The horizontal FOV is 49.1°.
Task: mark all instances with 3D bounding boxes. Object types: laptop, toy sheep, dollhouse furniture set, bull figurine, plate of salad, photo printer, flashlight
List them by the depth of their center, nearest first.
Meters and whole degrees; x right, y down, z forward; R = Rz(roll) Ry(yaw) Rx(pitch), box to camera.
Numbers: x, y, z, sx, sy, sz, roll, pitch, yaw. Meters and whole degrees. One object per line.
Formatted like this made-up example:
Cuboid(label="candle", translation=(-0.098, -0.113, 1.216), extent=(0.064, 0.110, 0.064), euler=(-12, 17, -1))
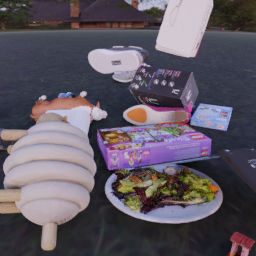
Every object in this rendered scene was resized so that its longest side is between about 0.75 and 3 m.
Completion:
Cuboid(label="dollhouse furniture set", translation=(1.804, 2.260, 4.796), extent=(0.358, 0.474, 0.881), euler=(20, 31, 38))
Cuboid(label="toy sheep", translation=(-1.657, 0.965, 5.896), extent=(2.067, 2.067, 2.998), euler=(-2, 62, -5))
Cuboid(label="laptop", translation=(2.181, 1.308, 6.126), extent=(2.703, 1.673, 2.887), euler=(4, 40, -54))
Cuboid(label="plate of salad", translation=(0.814, 1.268, 6.529), extent=(2.695, 0.647, 2.695), euler=(1, 19, 0))
Cuboid(label="flashlight", translation=(-4.974, 0.194, 8.906), extent=(2.603, 0.884, 0.881), euler=(8, 48, 16))
Cuboid(label="photo printer", translation=(-2.157, 0.030, 9.430), extent=(1.666, 0.695, 2.002), euler=(-1, 25, -4))
Cuboid(label="bull figurine", translation=(-2.292, -0.784, 10.973), extent=(2.885, 0.940, 1.751), euler=(-2, 23, -8))

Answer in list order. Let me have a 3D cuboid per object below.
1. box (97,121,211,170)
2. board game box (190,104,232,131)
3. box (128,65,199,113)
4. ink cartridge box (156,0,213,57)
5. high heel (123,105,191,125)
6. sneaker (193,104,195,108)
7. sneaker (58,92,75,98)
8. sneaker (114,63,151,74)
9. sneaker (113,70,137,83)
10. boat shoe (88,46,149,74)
Cuboid(label="box", translation=(0.669, 0.423, 8.439), extent=(2.956, 0.578, 2.023), euler=(-6, 18, -13))
Cuboid(label="board game box", translation=(3.300, -0.473, 10.993), extent=(1.330, 0.322, 1.758), euler=(11, 26, 22))
Cuboid(label="box", translation=(1.454, -1.529, 11.467), extent=(2.398, 1.466, 1.272), euler=(15, 71, 32))
Cuboid(label="ink cartridge box", translation=(1.783, -3.135, 8.487), extent=(1.040, 1.812, 2.495), euler=(20, 19, 11))
Cuboid(label="high heel", translation=(1.124, -0.484, 10.710), extent=(2.485, 0.837, 1.192), euler=(-4, 0, 16))
Cuboid(label="sneaker", translation=(2.349, -1.116, 12.174), extent=(0.449, 0.525, 1.266), euler=(-19, 30, -33))
Cuboid(label="sneaker", translation=(-2.867, -1.468, 13.152), extent=(0.417, 0.367, 0.935), euler=(13, 27, 32))
Cuboid(label="sneaker", translation=(0.576, -3.980, 17.022), extent=(2.874, 1.639, 1.042), euler=(5, 10, 8))
Cuboid(label="sneaker", translation=(0.098, -3.139, 16.269), extent=(2.008, 0.823, 0.750), euler=(-5, 25, -10))
Cuboid(label="boat shoe", translation=(-0.408, -2.790, 11.071), extent=(2.714, 0.973, 0.920), euler=(7, 35, 40))
